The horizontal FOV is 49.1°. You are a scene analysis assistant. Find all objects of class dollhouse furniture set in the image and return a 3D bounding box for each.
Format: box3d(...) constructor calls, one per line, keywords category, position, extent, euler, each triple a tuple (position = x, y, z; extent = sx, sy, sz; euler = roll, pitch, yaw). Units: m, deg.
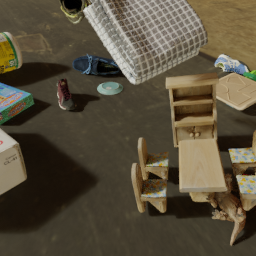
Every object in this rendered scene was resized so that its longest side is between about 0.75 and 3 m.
box3d(category="dollhouse furniture set", position=(1.598, 0.193, 6.477), extent=(2.736, 1.938, 2.979), euler=(-4, 30, 12))

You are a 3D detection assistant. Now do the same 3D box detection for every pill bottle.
box3d(category="pill bottle", position=(-5.835, -2.777, 11.184), extent=(2.734, 1.542, 1.542), euler=(-29, 45, -34))

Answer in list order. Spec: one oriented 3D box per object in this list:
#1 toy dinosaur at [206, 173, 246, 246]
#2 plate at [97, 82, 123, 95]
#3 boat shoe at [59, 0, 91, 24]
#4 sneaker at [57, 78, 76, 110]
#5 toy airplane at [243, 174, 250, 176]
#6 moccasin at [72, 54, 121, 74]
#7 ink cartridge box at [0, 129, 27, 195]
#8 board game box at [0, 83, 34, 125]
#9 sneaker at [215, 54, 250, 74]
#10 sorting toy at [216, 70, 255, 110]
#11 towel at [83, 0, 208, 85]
box3d(category="toy dinosaur", position=(2.213, 1.646, 6.032), extent=(0.680, 1.074, 1.585), euler=(-28, 57, 23))
box3d(category="plate", position=(-0.680, -1.565, 10.736), extent=(0.993, 0.127, 0.993), euler=(1, 36, -1))
box3d(category="boat shoe", position=(-1.246, -2.921, 6.287), extent=(0.770, 2.156, 0.644), euler=(28, 77, -8))
box3d(category="sneaker", position=(-2.216, -1.242, 9.709), extent=(0.537, 0.819, 1.418), euler=(-16, 39, -21))
box3d(category="toy airplane", position=(3.617, 1.126, 6.842), extent=(2.320, 0.427, 2.320), euler=(-1, 35, 1))
box3d(category="moccasin", position=(-1.270, -2.617, 11.517), extent=(2.078, 0.836, 0.709), euler=(-1, 23, 1))
box3d(category="ink cartridge box", position=(-4.226, 0.655, 6.777), extent=(2.914, 1.247, 2.150), euler=(31, 46, 32))
box3d(category="board game box", position=(-4.503, -0.926, 9.591), extent=(1.983, 0.446, 1.508), euler=(20, 41, 25))
box3d(category="sneaker", position=(4.398, -2.565, 11.849), extent=(0.595, 0.584, 1.544), euler=(-45, 53, -12))
box3d(category="sorting toy", position=(4.302, -1.487, 10.387), extent=(2.766, 0.407, 2.045), euler=(-25, 38, -25))
box3d(category="towel", position=(0.340, -2.141, 5.603), extent=(1.748, 0.903, 2.111), euler=(-30, 82, -14))
